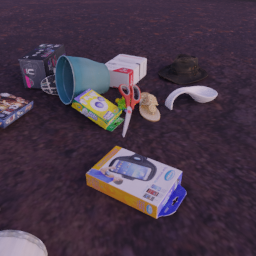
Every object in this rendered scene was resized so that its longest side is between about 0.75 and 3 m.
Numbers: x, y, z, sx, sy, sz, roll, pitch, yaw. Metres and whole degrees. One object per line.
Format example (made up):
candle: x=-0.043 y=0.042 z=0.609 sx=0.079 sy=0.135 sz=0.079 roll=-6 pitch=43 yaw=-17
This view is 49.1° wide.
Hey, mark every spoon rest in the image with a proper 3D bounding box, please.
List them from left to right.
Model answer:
spoon rest: x=3.020 y=-1.560 z=13.199 sx=2.643 sy=0.801 sz=1.313 roll=-16 pitch=37 yaw=-21

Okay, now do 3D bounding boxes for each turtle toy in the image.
turtle toy: x=-0.190 y=-0.987 z=12.556 sx=1.095 sy=0.553 sz=0.798 roll=-29 pitch=44 yaw=-34

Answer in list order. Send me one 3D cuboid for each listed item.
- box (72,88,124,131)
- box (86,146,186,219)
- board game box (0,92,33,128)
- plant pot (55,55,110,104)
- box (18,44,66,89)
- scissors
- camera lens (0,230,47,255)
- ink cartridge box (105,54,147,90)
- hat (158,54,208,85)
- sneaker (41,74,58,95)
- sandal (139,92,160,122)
box: x=-1.186 y=-0.757 z=11.793 sx=2.051 sy=0.496 sz=1.203 roll=35 pitch=41 yaw=6
box: x=0.329 y=1.614 z=8.700 sx=2.862 sy=0.594 sz=1.704 roll=17 pitch=37 yaw=28
board game box: x=-5.303 y=-0.823 z=11.942 sx=1.533 sy=0.392 sz=2.263 roll=16 pitch=27 yaw=4
plant pot: x=-2.071 y=-2.315 z=13.292 sx=2.072 sy=2.205 sz=2.205 roll=-10 pitch=34 yaw=-34
box: x=-4.482 y=-3.370 z=15.113 sx=1.400 sy=1.614 sz=2.640 roll=6 pitch=34 yaw=10
scissors: x=0.149 y=-0.773 z=11.680 sx=1.039 sy=0.198 sz=2.841 roll=12 pitch=53 yaw=-24
camera lens: x=-2.508 y=3.128 z=5.723 sx=1.399 sy=1.399 sz=1.749 roll=0 pitch=35 yaw=0
ink cartridge box: x=-0.216 y=-3.099 z=15.254 sx=1.743 sy=1.011 sz=2.416 roll=15 pitch=37 yaw=21
hat: x=3.168 y=-3.547 z=15.813 sx=2.899 sy=1.170 sz=2.899 roll=1 pitch=35 yaw=0
sneaker: x=-3.250 y=-2.369 z=14.489 sx=2.703 sy=1.048 sz=1.077 roll=-22 pitch=20 yaw=-36
sandal: x=0.902 y=-1.229 z=12.718 sx=0.858 sy=0.769 sz=2.339 roll=-4 pitch=34 yaw=-6
